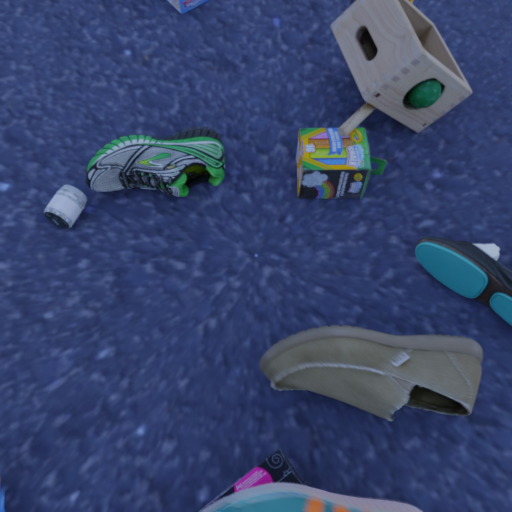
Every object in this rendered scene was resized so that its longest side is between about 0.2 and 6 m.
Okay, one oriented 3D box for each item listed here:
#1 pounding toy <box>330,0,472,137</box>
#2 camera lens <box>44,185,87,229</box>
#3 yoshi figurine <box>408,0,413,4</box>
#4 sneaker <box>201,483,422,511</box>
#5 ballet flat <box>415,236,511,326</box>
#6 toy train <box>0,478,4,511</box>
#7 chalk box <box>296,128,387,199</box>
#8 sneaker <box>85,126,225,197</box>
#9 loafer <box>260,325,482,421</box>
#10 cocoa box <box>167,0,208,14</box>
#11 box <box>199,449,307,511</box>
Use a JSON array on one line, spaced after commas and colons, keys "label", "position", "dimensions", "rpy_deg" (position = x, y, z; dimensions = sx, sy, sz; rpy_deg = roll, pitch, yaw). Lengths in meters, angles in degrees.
[{"label": "pounding toy", "position": [2.306, -3.115, 9.647], "dimensions": [2.128, 1.643, 2.312], "rpy_deg": [12, 53, -44]}, {"label": "camera lens", "position": [-3.158, -0.799, 9.270], "dimensions": [0.495, 0.495, 0.619], "rpy_deg": [20, 63, 10]}, {"label": "yoshi figurine", "position": [2.517, -5.283, 11.480], "dimensions": [1.298, 0.727, 0.730], "rpy_deg": [23, 72, 14]}, {"label": "sneaker", "position": [0.874, 3.316, 5.983], "dimensions": [3.352, 1.339, 1.196], "rpy_deg": [10, 93, -20]}, {"label": "ballet flat", "position": [3.622, 0.393, 8.513], "dimensions": [2.509, 0.853, 0.858], "rpy_deg": [39, 58, 15]}, {"label": "toy train", "position": [-3.371, 3.018, 7.006], "dimensions": [0.416, 0.960, 0.548], "rpy_deg": [-13, 54, -36]}, {"label": "chalk box", "position": [1.429, -1.554, 9.441], "dimensions": [1.441, 0.900, 0.893], "rpy_deg": [-1, 63, -2]}, {"label": "sneaker", "position": [-1.659, -1.463, 9.371], "dimensions": [2.380, 0.929, 1.014], "rpy_deg": [-13, 64, -7]}, {"label": "loafer", "position": [1.613, 1.647, 7.632], "dimensions": [3.122, 1.187, 1.053], "rpy_deg": [-1, 58, 0]}, {"label": "cocoa box", "position": [-1.611, -5.784, 11.693], "dimensions": [0.752, 0.740, 1.128], "rpy_deg": [-34, 68, -16]}, {"label": "box", "position": [-0.013, 3.254, 6.989], "dimensions": [1.434, 0.822, 0.947], "rpy_deg": [-34, 73, -15]}]
